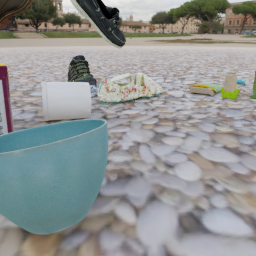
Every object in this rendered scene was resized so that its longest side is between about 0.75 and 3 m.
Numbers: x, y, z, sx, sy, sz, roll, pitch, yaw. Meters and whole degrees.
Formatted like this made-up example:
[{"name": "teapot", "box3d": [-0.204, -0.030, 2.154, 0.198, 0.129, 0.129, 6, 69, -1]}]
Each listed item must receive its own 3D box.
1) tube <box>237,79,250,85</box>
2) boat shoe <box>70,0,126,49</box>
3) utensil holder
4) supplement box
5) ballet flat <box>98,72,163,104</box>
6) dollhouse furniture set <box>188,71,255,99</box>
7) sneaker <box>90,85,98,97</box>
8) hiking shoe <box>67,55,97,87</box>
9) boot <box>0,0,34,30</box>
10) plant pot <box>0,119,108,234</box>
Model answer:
[{"name": "tube", "box3d": [5.285, -2.187, 13.149, 0.386, 0.251, 0.997, 4, 13, -15]}, {"name": "boat shoe", "box3d": [-0.687, -3.510, 8.756, 0.853, 2.572, 0.961, -27, 48, 24]}, {"name": "utensil holder", "box3d": [-1.716, -0.763, 7.785, 1.268, 1.077, 1.077, -4, 20, -15]}, {"name": "supplement box", "box3d": [-3.501, -0.410, 5.557, 1.486, 1.885, 2.879, -15, 25, -40]}, {"name": "ballet flat", "box3d": [0.211, -1.514, 10.123, 2.944, 0.941, 1.114, -16, 28, -39]}, {"name": "dollhouse furniture set", "box3d": [3.731, -1.788, 10.781, 2.627, 1.014, 1.313, 12, 22, 31]}, {"name": "sneaker", "box3d": [-1.258, -1.460, 10.788, 0.387, 0.394, 1.023, 8, 20, 26]}, {"name": "hiking shoe", "box3d": [-2.068, -2.341, 11.790, 1.033, 1.373, 2.727, -11, 21, -24]}, {"name": "boot", "box3d": [-2.933, -3.327, 6.465, 2.659, 0.993, 1.289, -23, -32, 39]}, {"name": "plant pot", "box3d": [-1.000, 0.612, 3.517, 1.683, 1.134, 1.683, -9, 10, 2]}]
